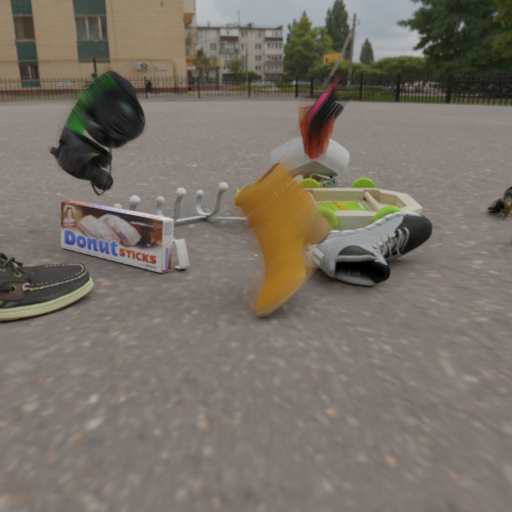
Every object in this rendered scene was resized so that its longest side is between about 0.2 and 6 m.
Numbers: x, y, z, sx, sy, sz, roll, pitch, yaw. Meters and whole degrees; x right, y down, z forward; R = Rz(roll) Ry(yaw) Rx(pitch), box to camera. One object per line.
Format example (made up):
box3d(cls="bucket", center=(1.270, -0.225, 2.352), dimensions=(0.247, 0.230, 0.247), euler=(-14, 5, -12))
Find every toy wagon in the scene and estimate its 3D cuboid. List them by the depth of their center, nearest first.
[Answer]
box3d(cls="toy wagon", center=(1.434, -1.000, 11.847), dimensions=(3.788, 0.749, 2.939), euler=(-1, 19, 0))

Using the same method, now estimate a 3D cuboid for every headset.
box3d(cls="headset", center=(-3.219, -2.386, 10.713), dimensions=(1.571, 2.065, 3.343), euler=(29, 26, -40))

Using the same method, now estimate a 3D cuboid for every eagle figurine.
box3d(cls="eagle figurine", center=(5.594, -1.158, 12.627), dimensions=(0.667, 0.663, 0.879), euler=(-6, 28, 14))

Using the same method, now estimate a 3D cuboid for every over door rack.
box3d(cls="over door rack", center=(-1.236, -0.762, 10.835), dimensions=(2.168, 0.978, 2.935), euler=(-14, 24, -33))

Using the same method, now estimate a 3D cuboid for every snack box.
box3d(cls="snack box", center=(-2.481, -0.377, 9.790), dimensions=(2.476, 0.890, 0.301), euler=(12, 15, 31))

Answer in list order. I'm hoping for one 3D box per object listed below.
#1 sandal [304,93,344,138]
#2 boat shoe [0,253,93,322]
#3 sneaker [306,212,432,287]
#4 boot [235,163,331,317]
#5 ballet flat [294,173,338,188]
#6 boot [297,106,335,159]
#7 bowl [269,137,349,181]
box3d(cls="sandal", center=(0.946, -2.219, 8.494), dimensions=(0.622, 0.373, 1.656), euler=(-41, 18, 19))
box3d(cls="boat shoe", center=(-3.605, 0.385, 7.660), dimensions=(2.705, 0.877, 0.990), euler=(-13, 23, -32))
box3d(cls="sneaker", center=(2.067, -0.005, 9.091), dimensions=(2.274, 0.853, 1.313), euler=(-15, 27, -11))
box3d(cls="boot", center=(0.156, -0.275, 7.920), dimensions=(0.702, 1.428, 1.994), euler=(-20, 29, 55))
box3d(cls="ballet flat", center=(1.329, -1.895, 14.687), dimensions=(1.619, 0.601, 0.601), euler=(-3, 19, -7))
box3d(cls="boot", center=(1.298, -2.617, 11.948), dimensions=(0.807, 1.153, 2.151), euler=(9, 15, 11))
box3d(cls="bowl", center=(1.420, -2.433, 14.857), dimensions=(1.768, 0.661, 1.770), euler=(-17, -26, 39))
